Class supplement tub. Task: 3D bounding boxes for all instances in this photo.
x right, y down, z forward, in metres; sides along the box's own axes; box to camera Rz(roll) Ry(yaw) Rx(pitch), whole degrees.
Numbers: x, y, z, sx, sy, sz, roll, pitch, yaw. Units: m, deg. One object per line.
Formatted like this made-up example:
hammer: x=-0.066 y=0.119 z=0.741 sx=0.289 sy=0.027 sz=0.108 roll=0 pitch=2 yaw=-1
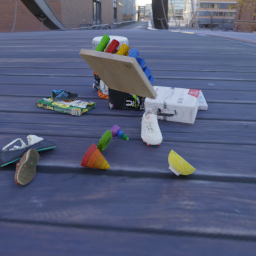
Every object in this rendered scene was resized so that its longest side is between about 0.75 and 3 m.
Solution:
supplement tub: x=-0.873 y=-3.101 z=14.363 sx=1.805 sy=2.947 sz=1.805 roll=0 pitch=25 yaw=0

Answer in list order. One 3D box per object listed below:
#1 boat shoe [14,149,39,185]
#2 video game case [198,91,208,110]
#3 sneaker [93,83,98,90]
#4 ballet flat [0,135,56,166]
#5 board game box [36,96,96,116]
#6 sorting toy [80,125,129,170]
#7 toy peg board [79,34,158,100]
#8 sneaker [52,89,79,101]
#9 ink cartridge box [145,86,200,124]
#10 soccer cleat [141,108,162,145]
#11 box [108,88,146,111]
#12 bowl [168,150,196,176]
boat shoe: x=-2.995 y=1.178 z=8.157 sx=0.470 sy=0.501 sz=1.392 roll=-29 pitch=29 yaw=16
video game case: x=2.715 y=-1.469 z=14.046 sx=2.164 sy=0.262 sz=2.377 roll=3 pitch=25 yaw=5
sneaker: x=-1.204 y=-2.438 z=15.842 sx=1.510 sy=0.529 sz=0.819 roll=-19 pitch=29 yaw=-41
ballet flat: x=-3.244 y=0.597 z=8.970 sx=1.929 sy=0.705 sz=0.705 roll=-21 pitch=32 yaw=-37
board game box: x=-2.949 y=-1.105 z=13.254 sx=2.556 sy=0.300 sz=1.339 roll=13 pitch=29 yaw=26
sorting toy: x=-0.595 y=0.672 z=9.119 sx=0.812 sy=0.817 sz=2.357 roll=31 pitch=34 yaw=9
toy peg board: x=-0.099 y=-2.174 z=9.641 sx=2.182 sy=2.191 sz=1.072 roll=18 pitch=75 yaw=32
sneaker: x=-2.991 y=-1.577 z=13.343 sx=1.258 sy=0.515 sz=0.461 roll=-6 pitch=25 yaw=-14
ink cartridge box: x=1.931 y=-1.046 z=12.140 sx=2.094 sy=0.868 sz=1.537 roll=8 pitch=37 yaw=18
soccer cleat: x=0.814 y=-0.059 z=10.343 sx=0.716 sy=0.802 sz=2.067 roll=-2 pitch=25 yaw=-3
box: x=-0.019 y=-1.577 z=13.104 sx=1.677 sy=1.245 sz=1.042 roll=4 pitch=25 yaw=9
bowl: x=1.464 y=1.089 z=8.103 sx=0.886 sy=0.477 sz=0.886 roll=40 pitch=1 yaw=-1
